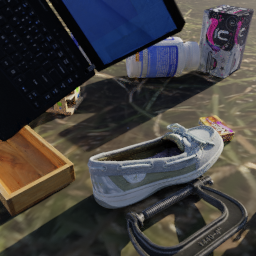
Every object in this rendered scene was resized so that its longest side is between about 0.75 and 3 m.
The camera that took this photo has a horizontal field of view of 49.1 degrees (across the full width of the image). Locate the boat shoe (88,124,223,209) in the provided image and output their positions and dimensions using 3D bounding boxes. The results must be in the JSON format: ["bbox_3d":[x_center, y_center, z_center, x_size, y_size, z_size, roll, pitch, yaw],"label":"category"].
[{"bbox_3d":[0.641,0.509,5.374,2.917,0.935,1.075,-19,27,-20],"label":"boat shoe"}]

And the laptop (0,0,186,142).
[{"bbox_3d":[-0.914,-1.081,2.530,2.097,1.858,1.083,-38,21,-9],"label":"laptop"}]

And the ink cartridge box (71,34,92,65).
[{"bbox_3d":[-1.383,-3.251,10.822,2.071,1.413,0.791,-18,36,-26],"label":"ink cartridge box"}]

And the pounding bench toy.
[{"bbox_3d":[-2.167,-1.177,7.901,1.495,1.166,0.929,7,34,11],"label":"pounding bench toy"}]

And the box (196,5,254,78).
[{"bbox_3d":[3.362,-3.045,9.850,1.227,2.138,1.413,26,41,34],"label":"box"}]

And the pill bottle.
[{"bbox_3d":[1.173,-2.431,9.668,2.389,1.339,1.339,-3,33,-6],"label":"pill bottle"}]

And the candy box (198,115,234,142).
[{"bbox_3d":[2.164,0.020,6.933,0.495,0.239,0.848,-9,33,-12],"label":"candy box"}]

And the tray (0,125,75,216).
[{"bbox_3d":[-2.419,0.585,5.864,1.311,0.492,2.659,-28,42,-35],"label":"tray"}]

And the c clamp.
[{"bbox_3d":[0.868,1.392,4.740,2.260,0.306,1.930,-22,30,-35],"label":"c clamp"}]
